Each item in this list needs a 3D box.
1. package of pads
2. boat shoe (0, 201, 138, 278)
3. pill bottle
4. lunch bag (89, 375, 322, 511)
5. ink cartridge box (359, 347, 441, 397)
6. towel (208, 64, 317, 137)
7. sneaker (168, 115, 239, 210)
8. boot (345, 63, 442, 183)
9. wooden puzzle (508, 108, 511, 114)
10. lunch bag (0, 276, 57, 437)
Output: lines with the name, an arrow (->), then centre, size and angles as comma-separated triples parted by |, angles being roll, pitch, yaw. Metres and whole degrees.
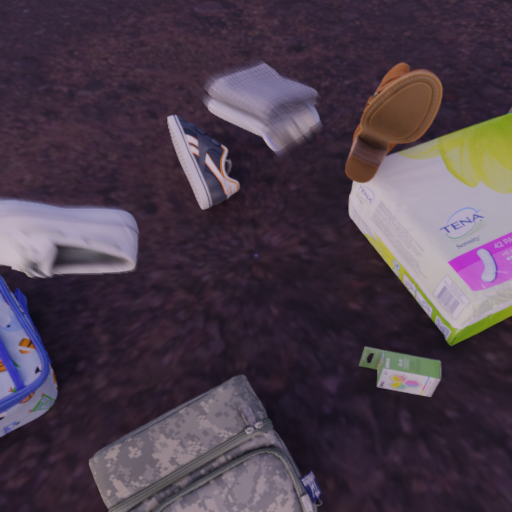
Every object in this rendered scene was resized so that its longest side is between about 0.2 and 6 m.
package of pads -> 4.072, -0.790, 9.535 | 4.182, 1.426, 3.231 | -22, 55, -16
boat shoe -> -2.707, -0.149, 7.097 | 2.421, 0.890, 0.808 | -5, 54, -14
pill bottle -> 0.624, -2.401, 10.266 | 0.986, 0.561, 0.561 | -29, 46, 28
lunch bag -> -0.588, 2.773, 6.730 | 2.257, 1.572, 1.893 | -25, 73, -17
ink cartridge box -> 2.060, 1.690, 8.130 | 1.085, 0.564, 0.322 | 10, 51, 8
towel -> 0.134, -2.455, 8.738 | 1.194, 0.617, 1.442 | 28, 41, 27
sneaker -> -1.019, -1.894, 10.798 | 0.867, 0.857, 2.184 | -21, 65, -10
boot -> 2.192, -2.346, 8.531 | 0.889, 2.319, 1.800 | 25, 59, 3
wooden puzzle -> 5.738, -2.627, 11.821 | 1.102, 0.131, 1.858 | 29, 57, 21
lunch bag -> -4.237, 1.394, 8.089 | 2.222, 1.048, 2.774 | -29, 58, -23
